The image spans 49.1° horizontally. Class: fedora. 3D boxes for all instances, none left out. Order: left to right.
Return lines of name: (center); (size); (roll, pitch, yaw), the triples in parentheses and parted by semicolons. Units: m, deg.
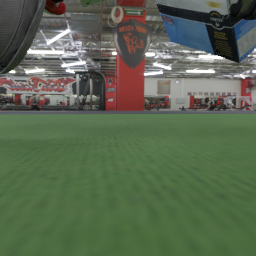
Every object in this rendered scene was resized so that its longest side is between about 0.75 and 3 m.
fedora: (-2.625, -2.379, 5.407); (2.292, 2.592, 1.170); (5, -9, 42)

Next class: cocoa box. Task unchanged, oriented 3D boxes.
cocoa box: (1.985, -2.780, 6.290); (1.603, 1.577, 2.403); (-40, 41, -9)

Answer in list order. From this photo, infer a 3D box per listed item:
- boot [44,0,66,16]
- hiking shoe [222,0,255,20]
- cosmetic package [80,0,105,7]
boot: (-2.168, -3.880, 8.579); (1.230, 0.618, 1.705); (14, 6, 22)
hiking shoe: (1.669, -2.229, 3.758); (0.768, 1.525, 0.577); (4, 26, 13)
cosmetic package: (-0.954, -3.724, 5.913); (0.803, 1.894, 1.019); (-18, -12, 0)
